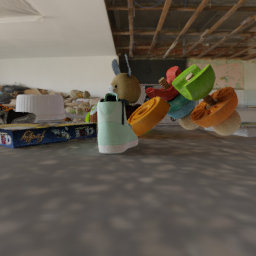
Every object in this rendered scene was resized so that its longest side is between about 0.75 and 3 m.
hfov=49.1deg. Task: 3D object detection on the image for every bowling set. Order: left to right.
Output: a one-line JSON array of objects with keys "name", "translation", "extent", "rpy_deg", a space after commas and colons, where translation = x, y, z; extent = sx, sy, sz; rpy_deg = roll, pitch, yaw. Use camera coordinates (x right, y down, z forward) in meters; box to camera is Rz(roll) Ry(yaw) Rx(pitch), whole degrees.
[{"name": "bowling set", "translation": [-1.735, -0.438, 10.571], "extent": [0.981, 1.272, 1.828], "rpy_deg": [9, -35, 38]}]

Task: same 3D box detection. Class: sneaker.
[{"name": "sneaker", "translation": [-4.354, -0.428, 8.790], "extent": [2.924, 1.129, 1.144], "rpy_deg": [1, 3, -8]}, {"name": "sneaker", "translation": [-0.171, -0.160, 5.783], "extent": [0.694, 1.113, 1.887], "rpy_deg": [-1, 4, 7]}]

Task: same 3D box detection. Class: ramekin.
[{"name": "ramekin", "translation": [-4.969, -1.197, 15.938], "extent": [2.792, 1.361, 2.792], "rpy_deg": [0, 5, 0]}]

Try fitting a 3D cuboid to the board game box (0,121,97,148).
[{"name": "board game box", "translation": [-2.101, 0.099, 6.918], "extent": [1.520, 0.388, 2.244], "rpy_deg": [5, 7, 43]}]

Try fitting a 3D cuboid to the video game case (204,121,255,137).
[{"name": "video game case", "translation": [3.997, 0.003, 8.764], "extent": [2.375, 0.261, 2.165], "rpy_deg": [-2, 6, -16]}]

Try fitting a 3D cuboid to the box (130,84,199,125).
[{"name": "box", "translation": [1.429, -0.977, 11.736], "extent": [2.943, 1.717, 0.885], "rpy_deg": [1, 7, -9]}]

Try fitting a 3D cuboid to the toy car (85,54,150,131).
[{"name": "toy car", "translation": [-0.312, -1.106, 9.039], "extent": [1.894, 2.401, 1.972], "rpy_deg": [-2, 5, -27]}]

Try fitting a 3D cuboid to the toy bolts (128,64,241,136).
[{"name": "toy bolts", "translation": [1.581, -0.373, 8.390], "extent": [2.858, 2.075, 2.992], "rpy_deg": [-40, 15, 5]}]
